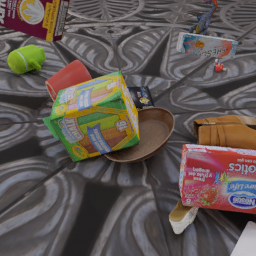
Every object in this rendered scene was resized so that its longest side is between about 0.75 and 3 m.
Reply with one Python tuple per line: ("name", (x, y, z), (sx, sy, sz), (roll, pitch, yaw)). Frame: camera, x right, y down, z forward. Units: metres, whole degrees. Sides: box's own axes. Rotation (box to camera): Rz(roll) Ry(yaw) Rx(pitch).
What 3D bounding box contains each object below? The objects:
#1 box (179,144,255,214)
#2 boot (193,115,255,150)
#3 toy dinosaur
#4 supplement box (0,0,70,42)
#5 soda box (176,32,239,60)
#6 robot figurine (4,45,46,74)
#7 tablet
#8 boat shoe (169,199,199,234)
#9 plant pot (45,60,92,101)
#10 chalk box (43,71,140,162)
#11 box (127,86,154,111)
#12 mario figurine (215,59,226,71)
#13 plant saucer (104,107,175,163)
("box", (2.603, 1.167, 6.574), (2.664, 1.272, 1.328), (5, 5, 6))
("boot", (3.114, 0.375, 8.264), (2.016, 0.996, 2.597), (-1, 36, -1))
("toy dinosaur", (2.532, -3.654, 9.651), (0.906, 1.565, 1.725), (54, 28, 20))
("supplement box", (-3.176, -3.825, 8.880), (2.300, 1.505, 1.187), (16, 22, -2))
("soda box", (2.166, -2.256, 7.693), (1.559, 0.496, 0.533), (4, 24, -9))
("robot figurine", (-4.799, -3.241, 13.185), (1.631, 1.075, 1.858), (23, 42, 28))
("tablet", (3.194, 2.773, 5.710), (1.867, 0.127, 1.215), (26, 43, 30))
("boat shoe", (1.335, 2.012, 6.515), (0.469, 0.459, 1.325), (-1, 10, 36))
("plant pot", (-2.208, -1.555, 10.573), (1.423, 1.608, 1.608), (-31, 45, -19))
("chalk box", (-1.182, -0.259, 8.278), (2.695, 1.677, 1.668), (-17, 35, 10))
("box", (0.126, -1.082, 10.806), (1.564, 0.391, 1.576), (-2, 36, -4))
("mario figurine", (4.433, -3.017, 13.403), (0.535, 0.459, 0.867), (6, 35, 9))
("plant saucer", (0.349, 0.259, 8.364), (2.324, 0.425, 2.324), (-21, 33, 15))
